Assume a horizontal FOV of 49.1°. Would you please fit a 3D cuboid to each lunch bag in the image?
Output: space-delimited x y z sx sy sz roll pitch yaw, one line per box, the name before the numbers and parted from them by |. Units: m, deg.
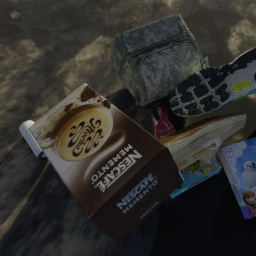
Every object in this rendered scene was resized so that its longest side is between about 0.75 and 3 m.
lunch bag | 0.890 -1.804 7.854 2.289 1.595 1.920 -23 82 -15

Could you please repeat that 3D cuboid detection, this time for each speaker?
speaker | -2.338 0.300 7.098 0.430 0.430 1.060 -32 62 -19

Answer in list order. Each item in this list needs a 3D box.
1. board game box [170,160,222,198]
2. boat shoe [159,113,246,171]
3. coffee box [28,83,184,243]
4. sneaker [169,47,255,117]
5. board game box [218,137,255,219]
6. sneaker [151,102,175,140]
board game box | 1.365 0.901 6.759 1.369 0.321 1.033 -25 60 -16
boat shoe | 1.576 0.412 6.413 2.729 0.984 0.886 -23 94 -15
coffee box | -0.559 0.481 5.508 1.649 1.165 2.918 -41 45 -10
sneaker | 2.487 -0.947 7.080 2.912 1.160 1.129 -20 67 19
board game box | 3.120 1.015 6.403 1.639 0.355 1.631 -16 72 -8
sneaker | 0.914 -0.026 7.293 0.523 0.485 1.299 -6 61 -1
